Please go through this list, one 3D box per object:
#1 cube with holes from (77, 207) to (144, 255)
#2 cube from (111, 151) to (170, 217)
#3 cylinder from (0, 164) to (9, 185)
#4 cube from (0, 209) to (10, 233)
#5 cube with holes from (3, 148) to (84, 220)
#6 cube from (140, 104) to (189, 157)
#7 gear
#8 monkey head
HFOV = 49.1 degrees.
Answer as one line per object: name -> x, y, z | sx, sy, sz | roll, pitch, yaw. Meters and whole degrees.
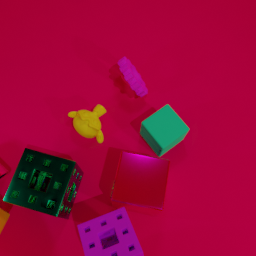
cube with holes -> -0.301, 2.351, 5.434 | 0.968, 0.968, 0.968 | -19, 44, -10
cube -> 0.275, 1.279, 6.294 | 1.089, 1.089, 1.089 | 11, 67, 4
cylinder -> -3.420, 1.039, 6.346 | 0.983, 0.983, 0.983 | 44, 75, -3
cube -> -3.313, 2.132, 5.584 | 1.114, 1.114, 1.114 | 39, 27, -19
cube with holes -> -1.803, 1.286, 6.285 | 1.159, 1.159, 1.159 | 15, 70, 5
cube -> 0.871, 0.080, 6.913 | 0.821, 0.821, 0.821 | -35, 74, -12
gear -> 0.136, -1.327, 7.292 | 0.204, 1.102, 1.102 | -31, 71, 16
monkey head -> -0.949, -0.179, 7.121 | 1.151, 0.694, 0.828 | 41, 56, 1
